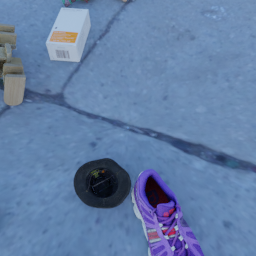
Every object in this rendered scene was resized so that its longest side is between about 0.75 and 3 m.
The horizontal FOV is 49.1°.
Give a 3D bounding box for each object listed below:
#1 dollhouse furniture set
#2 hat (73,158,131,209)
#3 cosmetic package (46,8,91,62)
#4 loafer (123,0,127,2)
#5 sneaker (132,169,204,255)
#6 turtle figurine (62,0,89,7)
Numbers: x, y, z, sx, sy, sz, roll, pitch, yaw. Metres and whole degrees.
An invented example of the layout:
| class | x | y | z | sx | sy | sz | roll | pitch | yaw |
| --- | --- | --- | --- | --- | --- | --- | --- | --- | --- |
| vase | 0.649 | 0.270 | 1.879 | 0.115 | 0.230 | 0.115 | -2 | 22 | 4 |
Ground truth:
| class | x | y | z | sx | sy | sz | roll | pitch | yaw |
| --- | --- | --- | --- | --- | --- | --- | --- | --- | --- |
| dollhouse furniture set | -4.546 | -1.599 | 8.059 | 2.836 | 1.884 | 2.486 | -3 | 52 | -30 |
| hat | -0.572 | 1.340 | 6.320 | 1.324 | 0.534 | 1.324 | 0 | 47 | 0 |
| cosmetic package | -1.937 | -3.147 | 9.367 | 1.003 | 0.705 | 1.977 | 5 | 54 | 3 |
| loafer | 0.383 | -6.000 | 11.390 | 0.826 | 0.945 | 2.628 | 45 | 68 | -2 |
| sneaker | 0.766 | 2.007 | 5.483 | 1.071 | 1.108 | 2.656 | -22 | 58 | -14 |
| turtle figurine | -1.723 | -5.268 | 10.789 | 1.694 | 0.853 | 1.268 | -17 | 39 | 7 |
